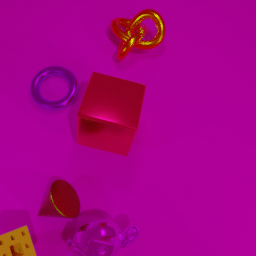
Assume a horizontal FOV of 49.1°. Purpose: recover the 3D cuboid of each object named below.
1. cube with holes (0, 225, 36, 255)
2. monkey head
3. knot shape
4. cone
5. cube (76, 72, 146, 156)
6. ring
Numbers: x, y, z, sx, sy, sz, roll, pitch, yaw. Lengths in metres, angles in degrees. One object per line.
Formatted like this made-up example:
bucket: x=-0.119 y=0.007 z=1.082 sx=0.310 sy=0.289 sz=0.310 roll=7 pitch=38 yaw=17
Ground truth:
cube with holes: x=-2.564 y=2.661 z=5.852 sx=0.807 sy=0.807 sz=0.807 roll=-29 pitch=77 yaw=26
monkey head: x=-0.646 y=2.795 z=6.283 sx=1.906 sy=1.148 sz=1.371 roll=-18 pitch=88 yaw=15
knot shape: x=0.306 y=-2.765 z=8.109 sx=1.592 sy=0.786 sz=1.701 roll=-11 pitch=58 yaw=21
cone: x=-1.902 y=1.966 z=6.954 sx=1.016 sy=1.012 sz=1.012 roll=-33 pitch=73 yaw=18
cube: x=-0.433 y=-0.320 z=6.982 sx=1.371 sy=1.371 sz=1.371 roll=14 pitch=57 yaw=-2
ring: x=-2.107 y=-1.152 z=8.032 sx=1.398 sy=0.280 sz=1.398 roll=1 pitch=73 yaw=-2
